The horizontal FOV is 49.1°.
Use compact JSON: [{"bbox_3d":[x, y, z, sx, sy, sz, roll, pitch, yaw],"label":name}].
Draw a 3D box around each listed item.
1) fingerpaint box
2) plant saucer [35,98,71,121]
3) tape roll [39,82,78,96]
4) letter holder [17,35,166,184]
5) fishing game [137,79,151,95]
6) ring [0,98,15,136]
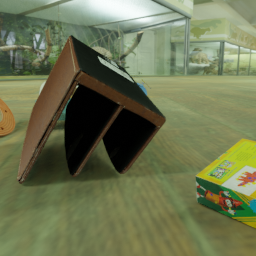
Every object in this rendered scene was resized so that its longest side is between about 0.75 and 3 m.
[{"bbox_3d":[1.602,0.651,3.470,1.198,0.439,0.999,-27,29,-37],"label":"fingerpaint box"},{"bbox_3d":[-1.269,-0.555,8.087,2.668,0.253,0.933,0,38,-20],"label":"plant saucer"},{"bbox_3d":[-1.831,-0.934,9.044,2.036,0.372,2.036,16,33,-11],"label":"tape roll"},{"bbox_3d":[-0.894,-0.243,5.328,1.489,2.104,2.960,27,17,-24],"label":"letter holder"},{"bbox_3d":[0.349,-1.281,10.251,0.738,1.031,0.160,38,-13,-15],"label":"fishing game"},{"bbox_3d":[-3.836,-0.565,6.971,2.209,0.212,2.209,41,14,-13],"label":"ring"}]
